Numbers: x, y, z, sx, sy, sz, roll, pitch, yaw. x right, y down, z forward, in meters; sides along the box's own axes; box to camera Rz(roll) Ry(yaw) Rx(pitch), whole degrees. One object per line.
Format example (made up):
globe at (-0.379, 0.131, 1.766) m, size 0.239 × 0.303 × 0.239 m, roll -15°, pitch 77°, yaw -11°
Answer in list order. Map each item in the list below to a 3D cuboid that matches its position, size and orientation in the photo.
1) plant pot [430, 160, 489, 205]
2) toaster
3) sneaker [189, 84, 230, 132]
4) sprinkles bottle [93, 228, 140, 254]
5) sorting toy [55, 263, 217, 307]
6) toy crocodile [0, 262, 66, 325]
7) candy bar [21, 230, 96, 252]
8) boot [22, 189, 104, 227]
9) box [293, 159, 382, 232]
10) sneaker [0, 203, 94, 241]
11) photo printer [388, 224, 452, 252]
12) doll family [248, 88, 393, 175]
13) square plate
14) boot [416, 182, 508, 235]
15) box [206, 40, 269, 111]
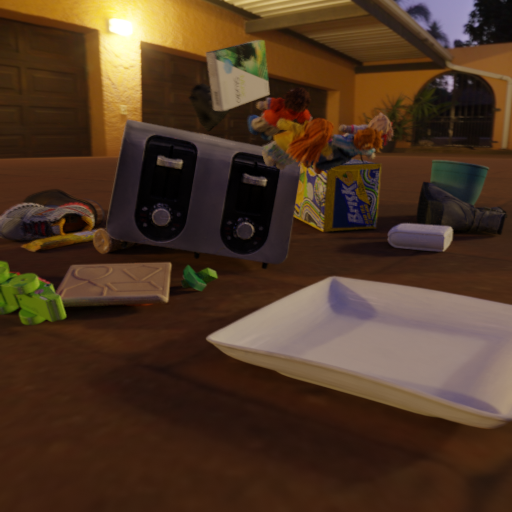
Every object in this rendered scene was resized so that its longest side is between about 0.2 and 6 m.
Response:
plant pot at (5.579, -1.863, 15.728) m, size 1.522 × 1.431 × 1.522 m, roll 9°, pitch 7°, yaw -1°
toaster at (-1.085, -1.289, 10.910) m, size 3.230 × 2.119 × 3.572 m, roll 10°, pitch 11°, yaw -13°
sneaker at (-1.097, -3.493, 12.905) m, size 0.926 × 0.775 × 2.040 m, roll 41°, pitch -8°, yaw -10°
sprinkles bottle at (-2.694, -0.439, 11.835) m, size 0.530 × 0.530 × 1.552 m, roll 8°, pitch 15°, yaw 31°
sorting toy at (-1.732, 0.462, 8.422) m, size 2.328 × 0.343 × 1.721 m, roll -1°, pitch 16°, yaw -6°
toy crocodile at (-3.136, 0.470, 7.494) m, size 1.817 × 0.613 × 0.561 m, roll 10°, pitch 32°, yaw 36°
candy bar at (-4.075, -0.335, 12.112) m, size 0.473 × 0.210 × 1.896 m, roll 14°, pitch 18°, yaw 35°
boot at (-5.233, -1.169, 14.137) m, size 2.515 × 0.939 × 1.219 m, roll 8°, pitch 13°, yaw 22°
box at (1.575, -1.976, 15.549) m, size 1.540 × 1.678 × 4.790 m, roll -3°, pitch 16°, yaw -17°
sneaker at (-4.696, -0.746, 12.563) m, size 2.116 × 0.824 × 0.869 m, roll -12°, pitch 28°, yaw -25°
photo printer at (3.452, -0.405, 11.910) m, size 1.239 × 0.430 × 1.031 m, roll 6°, pitch 15°, yaw 27°
doll family at (0.993, -1.545, 7.766) m, size 2.212 × 0.997 × 1.373 m, roll 7°, pitch -12°, yaw -29°
square plate at (1.513, 0.916, 6.228) m, size 3.020 × 0.430 × 2.991 m, roll 9°, pitch 16°, yaw 33°
boot at (5.181, -1.113, 14.274) m, size 1.916 × 0.993 × 2.932 m, roll 7°, pitch 21°, yaw 8°
box at (-0.321, -3.493, 10.808) m, size 0.272 × 1.078 × 1.494 m, roll 13°, pitch 33°, yaw 35°
